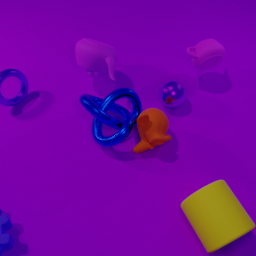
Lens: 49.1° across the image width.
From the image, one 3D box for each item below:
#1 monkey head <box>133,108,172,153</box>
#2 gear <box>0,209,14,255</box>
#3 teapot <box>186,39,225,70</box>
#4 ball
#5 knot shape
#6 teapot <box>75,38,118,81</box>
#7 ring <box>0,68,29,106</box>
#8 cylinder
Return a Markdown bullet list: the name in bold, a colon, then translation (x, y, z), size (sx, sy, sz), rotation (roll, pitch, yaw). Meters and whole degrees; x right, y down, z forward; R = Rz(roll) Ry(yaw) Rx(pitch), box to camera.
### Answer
- **monkey head**: translation (0.521, 0.053, 7.334), size (1.185, 1.647, 0.992), rotation (-28, 84, 14)
- **gear**: translation (-3.469, 2.489, 5.983), size (1.891, 0.350, 1.891), rotation (1, 50, -1)
- **teapot**: translation (2.339, -2.211, 8.212), size (1.555, 0.967, 0.762), rotation (-8, 71, -29)
- **ball**: translation (1.295, -0.977, 8.101), size (0.802, 0.802, 0.802), rotation (0, 59, 0)
- **knot shape**: translation (-0.424, -0.269, 7.465), size (1.800, 0.832, 1.685), rotation (5, 56, -13)
- **teapot**: translation (-0.914, -1.977, 8.101), size (1.246, 0.981, 2.003), rotation (-2, 28, -46)
- **ring**: translation (-3.359, -1.155, 8.049), size (0.223, 1.114, 1.114), rotation (23, 60, 31)
- **cylinder**: translation (1.930, 1.915, 6.113), size (1.144, 1.144, 1.144), rotation (-23, 62, -13)
